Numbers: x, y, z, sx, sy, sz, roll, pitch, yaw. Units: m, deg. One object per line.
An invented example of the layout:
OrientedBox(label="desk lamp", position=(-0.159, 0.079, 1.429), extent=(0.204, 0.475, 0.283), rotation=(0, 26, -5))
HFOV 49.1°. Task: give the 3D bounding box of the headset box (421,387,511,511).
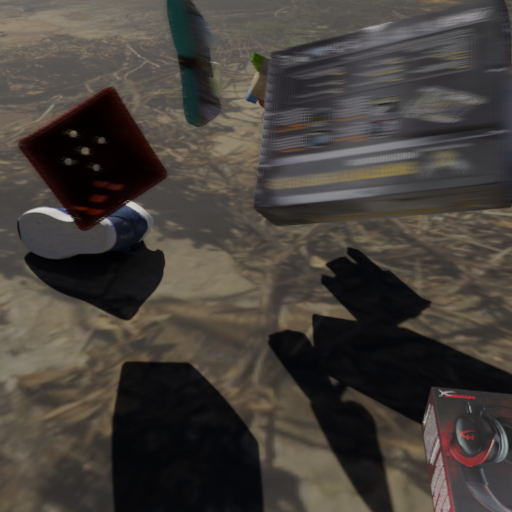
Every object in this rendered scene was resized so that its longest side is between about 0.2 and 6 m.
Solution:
OrientedBox(label="headset box", position=(2.965, 2.725, 6.509), extent=(1.703, 0.859, 2.291), rotation=(4, 34, 6))

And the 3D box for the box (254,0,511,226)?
OrientedBox(label="box", position=(2.066, -2.267, 9.415), extent=(4.065, 0.983, 3.220), rotation=(-4, 72, 30))

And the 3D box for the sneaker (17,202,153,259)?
OrientedBox(label="sneaker", position=(-3.364, -0.597, 11.537), extent=(2.519, 1.015, 1.844), rotation=(3, 14, 26))

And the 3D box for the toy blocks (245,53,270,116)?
OrientedBox(label="toy blocks", position=(0.550, -3.377, 11.876), extent=(1.846, 1.262, 0.923), rotation=(19, 66, -13))

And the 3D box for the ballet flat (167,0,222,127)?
OrientedBox(label="ballet flat", position=(-1.043, -3.598, 10.183), extent=(0.866, 2.407, 0.866), rotation=(-4, 32, 3))

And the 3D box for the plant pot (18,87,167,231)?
OrientedBox(label="plant pot", position=(-2.679, -1.623, 9.078), extent=(1.627, 1.629, 1.435), rotation=(-36, 26, -11))
